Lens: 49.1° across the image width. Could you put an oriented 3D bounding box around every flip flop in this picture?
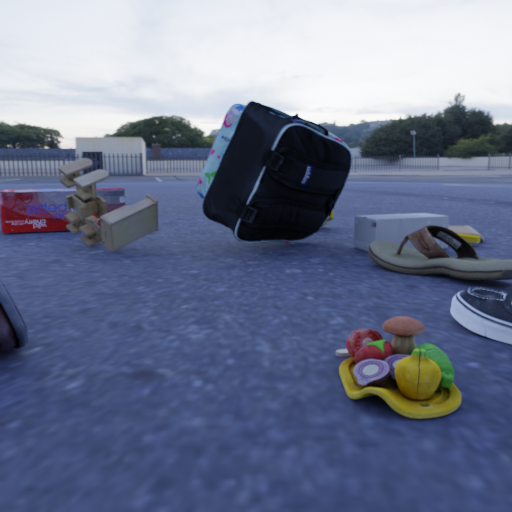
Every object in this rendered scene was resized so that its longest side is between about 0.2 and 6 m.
[{"bbox_3d":[3.195,-0.097,9.588,1.177,0.836,2.904,-6,8,-32],"label":"flip flop"}]

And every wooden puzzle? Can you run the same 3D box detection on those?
[{"bbox_3d":[4.717,-0.583,14.214,1.956,0.339,2.900,8,12,18],"label":"wooden puzzle"}]

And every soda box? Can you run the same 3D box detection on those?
[{"bbox_3d":[-5.363,-1.300,15.729,3.313,1.160,1.050,-3,10,-19],"label":"soda box"}]

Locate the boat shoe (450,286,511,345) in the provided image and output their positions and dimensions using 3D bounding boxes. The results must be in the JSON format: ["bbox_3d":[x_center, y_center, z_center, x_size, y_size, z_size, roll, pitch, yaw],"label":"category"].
[{"bbox_3d":[3.090,0.551,5.906,0.897,0.848,2.501,-4,10,-21],"label":"boat shoe"}]

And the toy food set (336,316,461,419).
[{"bbox_3d":[1.228,0.868,5.018,0.951,0.528,1.616,0,10,-1],"label":"toy food set"}]

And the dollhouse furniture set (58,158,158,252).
[{"bbox_3d":[-3.313,-1.116,12.606,1.939,1.700,1.288,35,48,28],"label":"dollhouse furniture set"}]

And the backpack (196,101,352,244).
[{"bbox_3d":[0.502,-1.782,12.676,3.310,2.938,2.492,4,28,-45],"label":"backpack"}]

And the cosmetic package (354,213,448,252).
[{"bbox_3d":[3.203,-0.528,12.422,1.862,0.840,0.994,-6,11,-16],"label":"cosmetic package"}]

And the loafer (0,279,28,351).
[{"bbox_3d":[-3.124,0.628,5.923,0.848,0.967,2.691,-28,18,-30],"label":"loafer"}]

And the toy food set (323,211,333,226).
[{"bbox_3d":[1.631,-1.060,15.790,1.622,0.954,0.530,-8,41,-39],"label":"toy food set"}]
